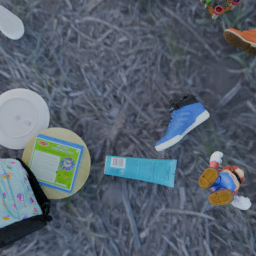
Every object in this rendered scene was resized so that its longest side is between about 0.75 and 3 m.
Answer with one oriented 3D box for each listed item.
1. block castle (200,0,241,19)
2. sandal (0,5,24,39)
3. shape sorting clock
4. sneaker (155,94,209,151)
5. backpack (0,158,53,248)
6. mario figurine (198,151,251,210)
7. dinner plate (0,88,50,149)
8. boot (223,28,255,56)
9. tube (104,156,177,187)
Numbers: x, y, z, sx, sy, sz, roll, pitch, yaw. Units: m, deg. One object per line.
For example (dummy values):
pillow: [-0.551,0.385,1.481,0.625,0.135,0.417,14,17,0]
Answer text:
block castle: [3.440,-5.260,10.853,1.158,0.813,1.733,-30,83,-4]
sandal: [-4.680,-4.077,10.879,0.855,0.516,2.100,-34,70,-19]
shape sorting clock: [-2.590,1.257,10.087,2.552,0.501,2.552,0,90,9]
sneaker: [1.667,-0.290,10.083,2.373,0.911,1.320,-36,89,-9]
backpack: [-4.055,2.305,9.186,2.330,1.767,2.792,-29,76,15]
mario figurine: [2.546,1.279,7.099,1.129,2.131,1.315,1,88,28]
dinner plate: [-4.119,-0.374,10.460,2.326,0.282,2.326,0,83,-1]
boot: [4.480,-3.511,10.771,1.608,0.603,0.862,27,77,-2]
tube: [0.450,1.474,10.050,2.567,0.647,0.994,8,86,-3]
